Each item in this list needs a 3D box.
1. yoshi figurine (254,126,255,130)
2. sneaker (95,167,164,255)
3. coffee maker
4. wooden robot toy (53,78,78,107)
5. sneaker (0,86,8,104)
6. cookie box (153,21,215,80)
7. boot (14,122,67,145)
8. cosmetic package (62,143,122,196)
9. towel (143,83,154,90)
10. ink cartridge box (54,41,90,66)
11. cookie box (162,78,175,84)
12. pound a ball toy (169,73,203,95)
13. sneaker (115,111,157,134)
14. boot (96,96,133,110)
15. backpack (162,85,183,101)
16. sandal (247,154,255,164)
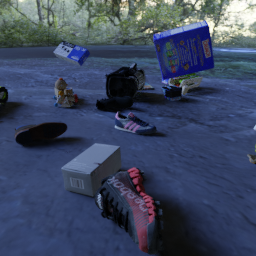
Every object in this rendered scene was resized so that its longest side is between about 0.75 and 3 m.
[{"bbox_3d":[5.846,-0.253,11.275,1.048,1.052,1.872,28,29,22],"label":"yoshi figurine"},{"bbox_3d":[-0.043,1.739,6.073,1.298,0.939,2.657,-4,19,-11],"label":"sneaker"},{"bbox_3d":[-0.406,-2.588,16.565,2.546,1.785,2.651,-15,15,21],"label":"coffee maker"},{"bbox_3d":[-3.489,-2.123,15.417,1.314,1.353,2.981,-6,23,-15],"label":"wooden robot toy"},{"bbox_3d":[-7.396,-1.437,14.330,1.209,1.103,2.986,-3,13,9],"label":"sneaker"},{"bbox_3d":[1.905,-2.603,9.523,1.796,1.536,0.675,-11,35,13],"label":"cookie box"},{"bbox_3d":[-3.394,0.020,10.788,1.955,0.730,0.948,-13,27,-26],"label":"boot"},{"bbox_3d":[-0.957,1.111,7.937,0.939,0.793,1.758,5,24,22],"label":"cosmetic package"},{"bbox_3d":[1.047,-2.803,18.813,1.067,0.158,1.456,-7,22,-14],"label":"towel"},{"bbox_3d":[-2.639,-3.503,13.106,1.665,0.368,0.783,27,75,29],"label":"ink cartridge box"},{"bbox_3d":[2.965,-3.415,20.166,0.812,0.305,0.695,-11,24,-27],"label":"cookie box"},{"bbox_3d":[3.770,-2.788,17.954,2.493,1.059,1.626,-18,53,-38],"label":"pound a ball toy"},{"bbox_3d":[0.283,-0.219,11.346,1.833,0.752,0.643,8,23,20],"label":"sneaker"},{"bbox_3d":[-0.728,-1.248,14.205,1.638,0.606,1.342,10,20,43],"label":"boot"},{"bbox_3d":[2.452,-2.057,16.090,0.992,0.731,1.087,-13,25,-29],"label":"backpack"},{"bbox_3d":[4.021,1.017,8.972,0.328,0.221,0.817,9,8,8],"label":"sandal"}]
